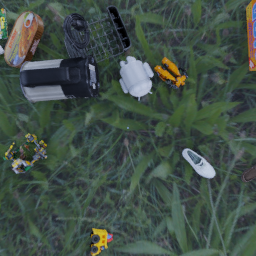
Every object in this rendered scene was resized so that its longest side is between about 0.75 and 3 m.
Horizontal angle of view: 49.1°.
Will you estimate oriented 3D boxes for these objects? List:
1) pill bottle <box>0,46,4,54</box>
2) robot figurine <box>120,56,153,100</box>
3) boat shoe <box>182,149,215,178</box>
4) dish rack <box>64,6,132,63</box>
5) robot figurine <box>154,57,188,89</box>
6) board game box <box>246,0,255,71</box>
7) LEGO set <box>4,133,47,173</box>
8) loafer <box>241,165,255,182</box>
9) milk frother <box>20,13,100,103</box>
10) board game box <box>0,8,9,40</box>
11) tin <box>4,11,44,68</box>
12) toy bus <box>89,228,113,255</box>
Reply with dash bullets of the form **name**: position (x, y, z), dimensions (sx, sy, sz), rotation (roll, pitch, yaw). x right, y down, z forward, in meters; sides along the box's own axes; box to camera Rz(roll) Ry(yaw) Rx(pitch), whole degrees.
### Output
- **pill bottle**: position (-5.407, -2.793, 10.739), dimensions (1.191, 0.647, 0.647), rotation (-34, 84, -4)
- **robot figurine**: position (0.295, -1.859, 10.477), dimensions (1.368, 0.911, 1.613), rotation (-31, 82, 31)
- **boat shoe**: position (2.607, 1.329, 10.293), dimensions (1.456, 0.486, 0.535), rotation (37, 84, 4)
- **dish rack**: position (-1.240, -3.420, 10.826), dimensions (2.393, 0.653, 1.835), rotation (-21, 82, -2)
- **robot figurine**: position (1.686, -2.076, 10.787), dimensions (1.275, 0.371, 0.925), rotation (44, 85, 6)
- **board game box**: position (6.055, -3.687, 9.829), dimensions (2.646, 2.646, 2.648), rotation (0, 83, 0)
- **LEGO set**: position (-3.759, 0.927, 10.138), dimensions (1.545, 0.895, 1.188), rotation (-32, 84, -4)
- **loafer**: position (4.632, 1.613, 10.314), dimensions (1.053, 0.374, 0.385), rotation (-38, 84, -4)
- **milk frother**: position (-2.423, -2.336, 9.691), dimensions (2.416, 2.318, 2.568), rotation (-3, 77, 9)
- **board game box**: position (-5.168, -4.120, 11.166), dimensions (0.661, 0.148, 1.262), rotation (-9, 83, -3)
- **tin**: position (-3.917, -3.297, 10.526), dimensions (1.200, 0.449, 2.142), rotation (32, 101, 20)
- **toy bus**: position (-0.946, 4.043, 9.967), dimensions (0.812, 0.574, 0.846), rotation (6, 85, -15)
